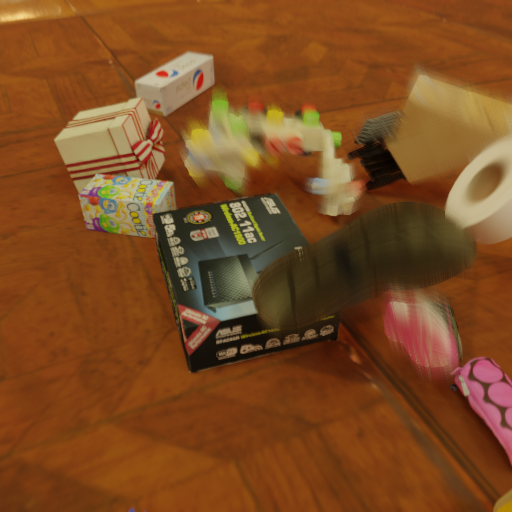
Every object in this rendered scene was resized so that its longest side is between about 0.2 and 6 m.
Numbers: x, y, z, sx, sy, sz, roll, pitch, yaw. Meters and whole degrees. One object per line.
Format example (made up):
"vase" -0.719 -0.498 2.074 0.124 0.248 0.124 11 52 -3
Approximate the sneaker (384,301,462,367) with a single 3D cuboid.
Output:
"sneaker" 2.157 0.891 6.786 0.765 0.645 1.750 1 4 -5

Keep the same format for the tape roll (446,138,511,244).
"tape roll" 3.786 -1.016 8.752 0.576 1.647 1.647 33 36 -15

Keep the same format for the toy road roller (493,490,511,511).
"toy road roller" 2.701 3.218 5.746 1.599 0.982 1.167 -25 56 -22

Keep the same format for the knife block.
"knife block" 3.527 -2.154 11.550 3.059 2.685 0.979 22 50 11

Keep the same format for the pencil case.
"pencil case" 3.250 2.089 7.424 0.722 0.699 1.541 19 26 -31

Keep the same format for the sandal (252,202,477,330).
"sandal" 1.441 0.208 7.633 3.099 0.846 1.266 -24 71 -6

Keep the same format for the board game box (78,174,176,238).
"board game box" -2.538 -0.995 11.243 1.659 0.870 0.855 7 39 11

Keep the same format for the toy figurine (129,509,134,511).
"toy figurine" -1.167 3.137 6.020 1.482 0.782 0.888 27 40 29

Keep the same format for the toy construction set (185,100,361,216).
"toy construction set" 0.429 -2.118 11.258 3.655 1.684 2.397 15 30 -12

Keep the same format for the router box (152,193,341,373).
"router box" -0.297 0.273 9.486 2.420 1.003 3.230 -11 39 -14

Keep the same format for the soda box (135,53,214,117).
"soda box" -2.344 -5.123 16.596 0.958 0.895 2.812 17 41 21

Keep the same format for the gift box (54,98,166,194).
"gift box" -2.944 -2.230 12.205 1.796 1.923 1.775 -9 39 13
